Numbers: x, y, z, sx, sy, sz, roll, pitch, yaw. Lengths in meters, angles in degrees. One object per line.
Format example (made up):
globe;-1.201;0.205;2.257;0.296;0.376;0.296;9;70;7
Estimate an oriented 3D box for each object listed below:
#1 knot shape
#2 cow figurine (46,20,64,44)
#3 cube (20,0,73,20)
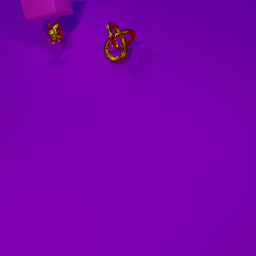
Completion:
knot shape;-0.360;-2.911;9.662;0.612;1.324;1.239;27;102;47
cow figurine;-2.524;-3.291;9.846;0.532;0.970;0.954;-20;79;8
cube;-2.939;-4.656;10.022;1.287;1.287;1.287;-4;20;21
